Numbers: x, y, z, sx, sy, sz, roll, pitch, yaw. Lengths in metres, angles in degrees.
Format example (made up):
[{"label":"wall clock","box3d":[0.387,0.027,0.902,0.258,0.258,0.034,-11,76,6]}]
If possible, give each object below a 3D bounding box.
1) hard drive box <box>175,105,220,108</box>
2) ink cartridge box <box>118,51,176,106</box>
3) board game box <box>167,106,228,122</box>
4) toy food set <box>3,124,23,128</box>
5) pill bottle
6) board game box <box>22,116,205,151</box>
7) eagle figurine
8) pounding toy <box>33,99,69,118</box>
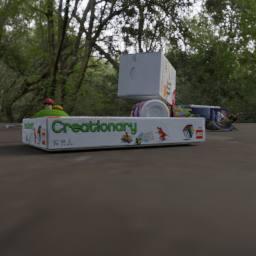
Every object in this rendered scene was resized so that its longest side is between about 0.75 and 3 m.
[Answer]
[{"label":"hard drive box","box3d":[3.452,-0.670,15.899,2.953,1.134,2.302,-1,2,-44]},{"label":"ink cartridge box","box3d":[0.843,-1.855,11.447,1.720,1.728,2.379,0,-7,24]},{"label":"board game box","box3d":[2.408,-0.418,11.354,2.311,0.793,2.796,1,1,-2]},{"label":"toy food set","box3d":[-3.904,-0.159,11.490,1.253,0.310,1.971,1,2,34]},{"label":"pill bottle","box3d":[0.658,-0.451,9.698,0.970,0.970,1.741,0,2,-15]},{"label":"board game box","box3d":[-0.168,0.032,3.111,1.742,0.302,1.100,-1,1,-30]},{"label":"eagle figurine","box3d":[2.593,-0.128,7.698,0.913,0.689,0.693,-29,-37,-11]},{"label":"pounding toy","box3d":[-3.173,-0.704,12.780,2.205,1.023,1.702,3,-12,-14]}]
